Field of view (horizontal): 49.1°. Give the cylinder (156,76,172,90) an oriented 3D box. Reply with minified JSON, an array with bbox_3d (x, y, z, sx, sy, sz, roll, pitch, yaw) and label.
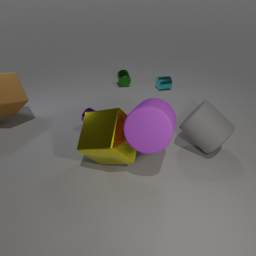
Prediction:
[{"bbox_3d":[1.983,-2.476,15.445,0.700,0.700,0.700,-8,32,-12],"label":"cylinder"}]

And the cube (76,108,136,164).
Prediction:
[{"bbox_3d":[-0.606,0.321,9.236,1.400,1.400,1.400,-5,63,31],"label":"cube"}]

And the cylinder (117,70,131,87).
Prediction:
[{"bbox_3d":[-0.229,-2.818,15.810,0.700,0.700,0.700,-5,43,-9],"label":"cylinder"}]

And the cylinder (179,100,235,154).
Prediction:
[{"bbox_3d":[2.818,-0.043,10.077,1.400,1.400,1.400,44,41,3],"label":"cylinder"}]

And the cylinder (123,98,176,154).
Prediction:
[{"bbox_3d":[0.701,-0.104,8.428,1.400,1.400,1.400,7,17,12],"label":"cylinder"}]

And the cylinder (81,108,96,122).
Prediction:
[{"bbox_3d":[-1.494,-0.411,11.881,0.700,0.700,0.700,30,41,27],"label":"cylinder"}]

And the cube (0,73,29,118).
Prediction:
[{"bbox_3d":[-5.291,-1.318,11.625,1.400,1.400,1.400,-33,-9,38],"label":"cube"}]
